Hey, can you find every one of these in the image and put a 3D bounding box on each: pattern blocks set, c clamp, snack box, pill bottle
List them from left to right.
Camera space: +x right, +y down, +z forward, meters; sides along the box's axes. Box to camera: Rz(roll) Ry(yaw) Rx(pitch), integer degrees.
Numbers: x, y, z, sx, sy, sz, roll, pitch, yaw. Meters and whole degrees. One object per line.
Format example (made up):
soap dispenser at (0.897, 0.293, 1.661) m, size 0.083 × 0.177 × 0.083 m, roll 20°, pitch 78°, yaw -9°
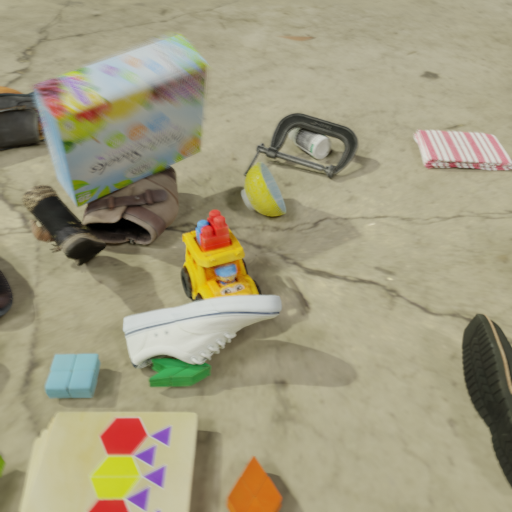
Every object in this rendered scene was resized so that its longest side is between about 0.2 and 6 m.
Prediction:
pattern blocks set at (-1.690, 2.897, 6.309) m, size 3.880 × 0.358 × 4.414 m, roll 5°, pitch 41°, yaw 6°
snack box at (-2.198, -2.272, 9.584) m, size 2.647 × 2.232 × 0.896 m, roll -28°, pitch 67°, yaw -23°
c clamp at (1.043, -2.242, 12.136) m, size 2.167 × 0.294 × 1.851 m, roll 15°, pitch 69°, yaw 13°
pill bottle at (1.201, -2.616, 12.668) m, size 0.542 × 0.542 × 0.959 m, roll -25°, pitch 47°, yaw -27°

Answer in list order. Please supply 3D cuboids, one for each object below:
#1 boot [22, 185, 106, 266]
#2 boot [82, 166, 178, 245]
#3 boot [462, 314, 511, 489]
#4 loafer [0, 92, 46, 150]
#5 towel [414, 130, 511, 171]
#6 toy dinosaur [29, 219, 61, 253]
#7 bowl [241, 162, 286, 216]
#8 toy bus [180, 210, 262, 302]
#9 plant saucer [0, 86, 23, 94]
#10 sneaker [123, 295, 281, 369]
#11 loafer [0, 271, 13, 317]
boot at (-3.126, -0.477, 9.162) m, size 0.595 × 1.627 × 1.225 m, roll -40°, pitch 88°, yaw -5°
boot at (-2.816, -1.121, 10.626) m, size 2.803 × 0.985 × 2.049 m, roll 5°, pitch 44°, yaw 9°
boot at (3.774, 1.864, 7.268) m, size 1.642 × 0.920 × 2.374 m, roll 0°, pitch 53°, yaw -7°
loafer at (-5.295, -3.068, 12.788) m, size 3.207 × 1.167 × 1.159 m, roll -34°, pitch 55°, yaw -31°
towel at (4.630, -2.372, 12.629) m, size 1.934 × 0.289 × 1.415 m, roll 3°, pitch 40°, yaw 0°
toy dinosaur at (-3.523, -0.342, 9.527) m, size 0.866 × 0.587 × 0.372 m, roll 15°, pitch 32°, yaw 5°
bowl at (0.071, -1.182, 10.756) m, size 0.595 × 1.105 × 1.105 m, roll -26°, pitch 39°, yaw 14°
toy bus at (-0.561, 0.120, 8.687) m, size 1.047 × 1.480 × 1.542 m, roll -13°, pitch 38°, yaw -18°
plant saucer at (-6.121, -3.705, 13.389) m, size 1.507 × 1.507 × 0.282 m, roll -2°, pitch 84°, yaw -3°
sneaker at (-0.729, 1.071, 7.839) m, size 2.373 × 0.867 × 0.840 m, roll -13°, pitch 81°, yaw 19°
loafer at (-5.101, -0.004, 9.235) m, size 1.110 × 0.972 × 3.087 m, roll -32°, pitch 49°, yaw -30°
